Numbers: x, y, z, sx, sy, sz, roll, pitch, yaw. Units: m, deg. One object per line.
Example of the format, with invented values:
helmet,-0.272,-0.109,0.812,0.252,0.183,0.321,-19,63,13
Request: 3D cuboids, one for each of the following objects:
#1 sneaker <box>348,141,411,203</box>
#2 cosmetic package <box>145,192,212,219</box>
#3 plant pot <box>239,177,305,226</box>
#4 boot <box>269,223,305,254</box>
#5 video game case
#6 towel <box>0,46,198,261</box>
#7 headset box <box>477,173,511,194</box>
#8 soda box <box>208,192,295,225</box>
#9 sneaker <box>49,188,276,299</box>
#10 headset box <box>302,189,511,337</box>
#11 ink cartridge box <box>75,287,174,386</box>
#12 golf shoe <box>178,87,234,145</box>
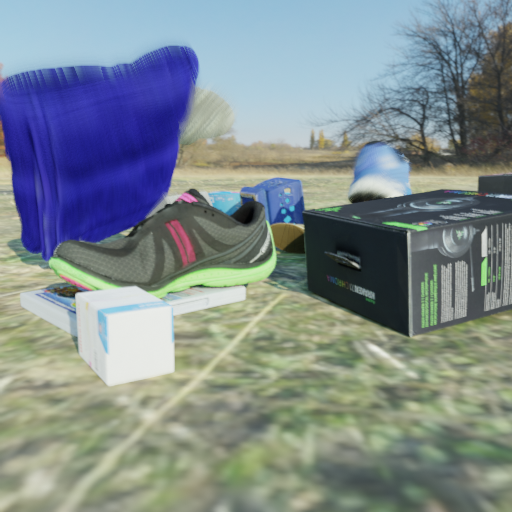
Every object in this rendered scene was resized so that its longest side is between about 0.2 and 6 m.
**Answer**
sneaker,2.475,-1.311,10.347,1.117,1.268,2.844,7,-8,21
cosmetic package,-1.323,-0.372,8.730,0.797,0.672,1.491,-15,-10,-43
plant pot,0.341,-1.107,13.029,1.138,1.266,1.266,-13,15,-25
boot,1.027,-0.386,10.869,1.507,0.543,1.166,8,13,12
video game case,-1.488,0.503,6.913,2.248,0.203,1.610,-9,14,-41
towel,-2.105,-1.231,7.816,2.503,0.840,3.389,-22,-20,-28
headset box,7.691,-1.518,14.420,3.519,1.359,2.619,-7,8,-32
soda box,-0.069,-1.272,14.921,2.431,0.824,0.780,2,11,12
sneaker,-1.035,-0.185,6.677,2.923,1.224,1.122,-9,14,-40
headset box,2.009,-0.055,6.831,2.477,1.149,2.156,-10,14,-22
ink cartridge box,-1.187,0.650,4.930,0.592,0.608,0.946,-6,13,-32
golf shoe,-1.325,-2.640,10.990,2.441,0.956,1.187,13,-8,30
